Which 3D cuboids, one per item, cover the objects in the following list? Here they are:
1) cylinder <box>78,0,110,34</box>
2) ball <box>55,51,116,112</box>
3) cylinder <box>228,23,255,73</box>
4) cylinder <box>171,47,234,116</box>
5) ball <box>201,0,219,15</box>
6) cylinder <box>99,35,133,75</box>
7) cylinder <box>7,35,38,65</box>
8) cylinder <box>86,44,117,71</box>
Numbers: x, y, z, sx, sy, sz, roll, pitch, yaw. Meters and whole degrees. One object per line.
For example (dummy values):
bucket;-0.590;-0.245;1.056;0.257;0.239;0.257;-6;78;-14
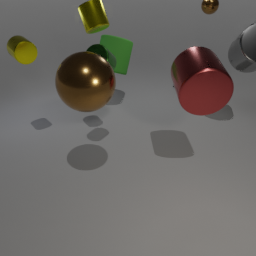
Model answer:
cylinder;-0.944;-3.076;7.759;0.700;0.700;0.700;-19;8;3
ball;-0.983;-1.068;6.548;1.400;1.400;1.400;0;29;0
cylinder;4.441;-2.790;9.910;1.400;1.400;1.400;2;-1;3
cylinder;1.955;-1.287;7.610;1.400;1.400;1.400;-1;38;-2
ball;3.336;-4.992;11.387;0.700;0.700;0.700;0;29;0
cylinder;-0.600;-3.111;11.993;1.400;1.400;1.400;12;9;-2
cylinder;-3.188;-2.352;8.433;0.700;0.700;0.700;-20;40;-32
cylinder;-0.753;-1.878;7.755;0.700;0.700;0.700;10;1;17
